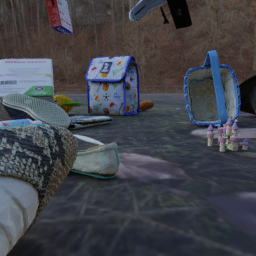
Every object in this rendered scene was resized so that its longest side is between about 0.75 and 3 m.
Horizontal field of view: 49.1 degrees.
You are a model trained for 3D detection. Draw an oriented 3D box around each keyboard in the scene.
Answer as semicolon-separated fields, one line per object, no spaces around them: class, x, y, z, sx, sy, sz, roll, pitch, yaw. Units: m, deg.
keyboard;1.122;-2.819;6.804;0.702;0.114;1.105;-4;-26;22

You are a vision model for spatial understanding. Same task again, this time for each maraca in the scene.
maraca;-2.996;-1.081;13.048;1.721;0.921;1.180;-2;3;12

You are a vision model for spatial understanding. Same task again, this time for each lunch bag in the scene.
lunch bag;-0.735;-2.000;13.202;2.296;2.701;1.673;6;10;30

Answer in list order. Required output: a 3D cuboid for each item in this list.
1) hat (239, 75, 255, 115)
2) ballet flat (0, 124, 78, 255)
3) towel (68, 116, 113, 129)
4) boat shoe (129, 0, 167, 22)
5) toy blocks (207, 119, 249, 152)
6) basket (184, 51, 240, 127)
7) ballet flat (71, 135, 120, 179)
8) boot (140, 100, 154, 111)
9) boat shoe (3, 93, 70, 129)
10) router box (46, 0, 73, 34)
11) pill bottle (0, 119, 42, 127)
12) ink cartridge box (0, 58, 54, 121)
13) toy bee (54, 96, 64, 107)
hat;5.843;-1.008;11.239;2.894;2.894;1.167;3;53;2
ballet flat;-1.531;0.717;1.692;2.959;1.004;1.114;-11;36;-31
towel;-1.779;-0.277;9.754;1.805;0.324;1.875;6;11;35
boat shoe;0.701;-4.148;9.226;1.745;0.628;0.541;-37;20;0
toy blocks;2.193;0.109;6.065;0.771;0.649;0.720;-2;8;-11
basket;2.754;-1.143;9.200;1.770;2.244;2.545;-7;-2;11
ballet flat;-0.981;0.384;4.416;1.884;0.587;0.635;3;5;20
boot;0.602;-1.166;14.856;1.481;0.568;1.150;2;9;11
boat shoe;-2.899;-0.391;8.905;2.555;0.795;0.953;19;33;21
router box;-1.944;-3.314;7.871;0.307;1.127;1.256;-9;9;4
pill bottle;-2.549;0.078;6.596;0.555;0.555;1.021;8;13;44
ink cartridge box;-3.946;-1.535;10.873;2.048;1.188;2.828;-4;41;-14
toy bee;-3.746;-1.130;12.109;2.410;1.310;1.578;3;17;27
